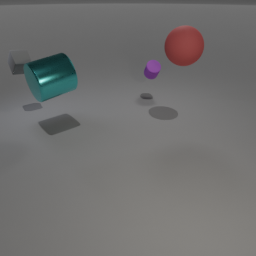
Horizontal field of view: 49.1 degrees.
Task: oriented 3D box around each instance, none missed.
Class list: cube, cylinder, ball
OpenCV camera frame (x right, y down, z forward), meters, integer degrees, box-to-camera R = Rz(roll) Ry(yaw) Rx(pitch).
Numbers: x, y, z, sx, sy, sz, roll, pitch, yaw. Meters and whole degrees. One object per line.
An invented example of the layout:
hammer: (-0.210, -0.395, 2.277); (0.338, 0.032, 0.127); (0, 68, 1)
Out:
cube: (-4.429, -2.688, 11.463); (0.700, 0.700, 0.700); (-14, 69, -37)
cylinder: (-2.724, -1.793, 9.905); (1.400, 1.400, 1.400); (-27, 37, -28)
cylinder: (1.171, -2.812, 13.531); (0.700, 0.700, 0.700); (-6, -16, -11)
ball: (2.011, -2.935, 10.051); (1.400, 1.400, 1.400); (0, 27, 0)
